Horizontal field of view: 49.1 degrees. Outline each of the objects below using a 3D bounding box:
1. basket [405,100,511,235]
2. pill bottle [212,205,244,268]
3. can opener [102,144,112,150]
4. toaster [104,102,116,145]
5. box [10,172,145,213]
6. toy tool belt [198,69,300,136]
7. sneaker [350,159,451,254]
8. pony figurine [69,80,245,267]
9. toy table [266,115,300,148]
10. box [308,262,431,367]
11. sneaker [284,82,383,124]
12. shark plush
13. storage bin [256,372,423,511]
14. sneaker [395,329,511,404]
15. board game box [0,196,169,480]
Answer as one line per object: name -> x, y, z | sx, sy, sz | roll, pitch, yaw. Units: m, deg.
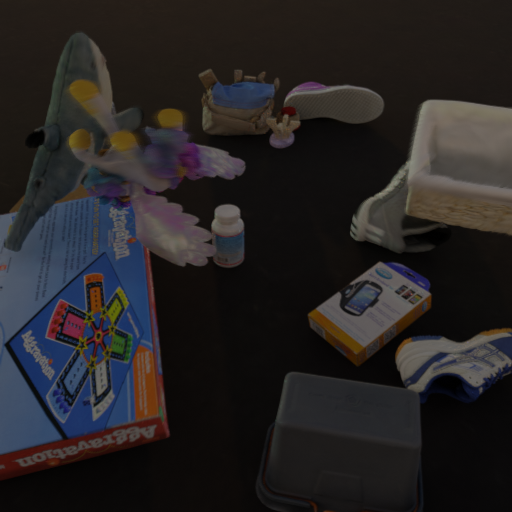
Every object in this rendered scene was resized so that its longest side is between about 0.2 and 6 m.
basket -> 3.714, -1.360, 9.176 | 2.379, 1.468, 1.613 | 11, 68, 12
pill bottle -> -0.491, -0.348, 9.781 | 0.560, 1.029, 0.560 | 1, 36, 0
can opener -> -3.959, -2.344, 12.823 | 1.953, 0.653, 0.521 | -3, 62, -5
toaster -> -4.072, -3.164, 13.570 | 1.869, 1.207, 1.062 | -23, 42, -29
box -> -3.582, -1.213, 11.615 | 2.302, 0.245, 1.882 | 6, 38, 8
toy tool belt -> -0.136, -4.001, 14.394 | 2.602, 1.599, 1.625 | -2, 36, -3
sneaker -> 3.125, -0.844, 10.669 | 1.562, 1.015, 2.705 | 31, 55, 29
pony figurine -> -1.619, -1.311, 8.760 | 2.548, 2.639, 2.198 | 18, 68, 5
toy table -> 0.666, -3.159, 14.136 | 0.861, 0.549, 0.937 | 2, 35, 2
box -> 1.792, 0.785, 8.495 | 1.769, 0.367, 1.053 | -32, 45, -21
sneaker -> 2.190, -4.424, 15.580 | 2.686, 0.974, 1.532 | 7, 33, 9
shark plush -> -3.522, -1.883, 9.453 | 1.640, 1.504, 3.610 | 32, 82, 10
storage bin -> 0.952, 2.115, 6.150 | 1.875, 1.259, 1.365 | 6, 36, 10
sneaker -> 2.951, 1.557, 7.486 | 2.049, 0.771, 0.903 | -7, 43, 4
board game box -> -2.956, 0.711, 8.468 | 2.809, 0.531, 5.456 | -13, 37, -5
